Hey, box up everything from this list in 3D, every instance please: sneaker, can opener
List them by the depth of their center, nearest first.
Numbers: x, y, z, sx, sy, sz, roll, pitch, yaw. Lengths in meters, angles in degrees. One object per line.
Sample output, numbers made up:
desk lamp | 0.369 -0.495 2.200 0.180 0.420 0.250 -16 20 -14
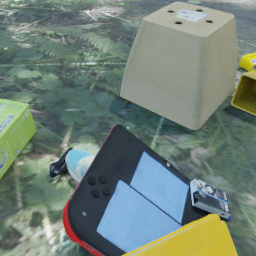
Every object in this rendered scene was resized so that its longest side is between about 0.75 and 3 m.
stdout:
sneaker | -0.679 0.772 6.366 2.197 1.434 0.874 29 50 30
can opener | -1.652 0.872 7.118 0.409 0.330 1.041 12 33 13

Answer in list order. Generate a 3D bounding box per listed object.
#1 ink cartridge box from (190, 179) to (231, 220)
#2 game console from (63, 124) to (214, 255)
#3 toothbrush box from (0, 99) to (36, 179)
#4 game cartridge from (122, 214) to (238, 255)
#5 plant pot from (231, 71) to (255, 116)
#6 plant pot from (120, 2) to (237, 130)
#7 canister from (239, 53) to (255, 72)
ink cartridge box | 1.832 1.532 5.969 1.130 0.221 0.562 25 43 -23
game console | 0.438 1.512 5.200 2.874 0.446 2.542 39 46 -10
toothbrush box | -3.790 0.329 7.147 1.770 1.047 2.431 10 42 10
game cartridge | 1.012 2.497 4.368 1.996 0.324 1.760 -11 78 -31
plant pot | 4.148 -1.168 8.870 1.123 1.115 1.149 30 39 29
plant pot | 1.737 -2.225 8.849 2.973 2.635 2.976 28 49 27
canister | 4.945 -2.320 10.560 0.871 0.508 1.173 -15 45 -17
